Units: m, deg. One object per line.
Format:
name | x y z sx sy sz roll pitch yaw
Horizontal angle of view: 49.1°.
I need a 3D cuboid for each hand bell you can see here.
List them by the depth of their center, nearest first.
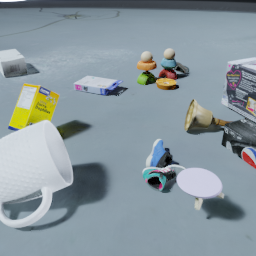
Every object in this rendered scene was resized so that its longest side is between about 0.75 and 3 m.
hand bell | 2.517 -0.155 7.687 1.733 0.902 0.902 14 30 2

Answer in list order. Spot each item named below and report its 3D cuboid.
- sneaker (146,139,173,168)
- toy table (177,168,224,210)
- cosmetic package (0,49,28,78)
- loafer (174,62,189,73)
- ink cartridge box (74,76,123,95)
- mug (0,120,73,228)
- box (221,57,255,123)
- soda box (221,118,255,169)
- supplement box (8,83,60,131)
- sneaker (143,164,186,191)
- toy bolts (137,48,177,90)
sneaker | 0.807 0.616 6.496 0.529 0.365 0.951 6 33 22
toy table | 1.246 1.003 4.756 0.763 0.447 0.701 24 73 41
cosmetic package | -5.189 -2.888 12.343 1.034 0.743 1.831 -19 35 -27
loafer | 2.256 -2.661 12.383 0.308 0.352 0.978 -28 41 -30
ink cartridge box | -1.089 -1.589 10.469 1.623 0.341 0.969 10 31 23
mug | -1.951 0.915 5.164 1.564 1.317 1.784 -21 58 0
box | 4.620 -1.381 8.850 2.675 1.534 1.767 -12 32 -20
soda box | 3.097 0.524 6.390 0.715 0.640 2.019 -14 31 -20
supplement box | -2.396 -0.422 7.162 0.684 1.257 0.688 14 -7 36
sneaker | 0.762 1.023 5.748 0.931 0.389 0.562 -6 24 6
toy bolts | 1.400 -2.392 10.978 1.757 1.219 1.678 -26 38 -38
